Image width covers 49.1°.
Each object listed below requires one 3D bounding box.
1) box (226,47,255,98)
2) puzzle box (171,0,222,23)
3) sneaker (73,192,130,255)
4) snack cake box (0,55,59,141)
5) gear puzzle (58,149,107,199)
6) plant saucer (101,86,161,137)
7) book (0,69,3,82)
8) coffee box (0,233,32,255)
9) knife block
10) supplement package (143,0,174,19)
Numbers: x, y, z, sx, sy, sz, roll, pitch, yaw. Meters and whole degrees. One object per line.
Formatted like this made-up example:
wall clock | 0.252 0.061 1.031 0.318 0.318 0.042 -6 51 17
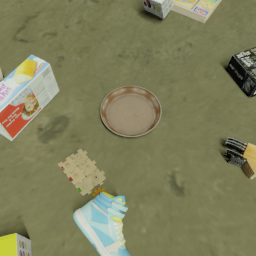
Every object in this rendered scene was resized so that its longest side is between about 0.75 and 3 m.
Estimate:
box | 4.163 -1.848 8.720 1.591 0.685 1.303 -21 62 -12
puzzle box | 2.191 -5.088 10.818 2.540 0.323 1.690 29 64 15
sneaker | -0.245 2.184 6.165 1.173 0.714 1.796 -44 78 -5
snack cake box | -2.969 -0.850 7.836 0.713 1.220 2.122 29 63 16
gear puzzle | -1.035 1.286 7.209 0.811 0.205 1.565 -36 69 -21
plant saucer | 0.087 -0.460 8.157 1.753 0.281 1.753 0 59 0
book | -5.199 -1.755 8.620 2.160 0.519 1.443 30 52 18
coffee box | -2.618 2.879 5.792 1.003 0.992 1.001 -12 61 -7
knife block | 3.266 0.675 7.397 1.348 0.431 1.183 -15 62 -8
supplement package | 1.039 -4.520 9.851 0.867 0.907 0.667 33 87 19
